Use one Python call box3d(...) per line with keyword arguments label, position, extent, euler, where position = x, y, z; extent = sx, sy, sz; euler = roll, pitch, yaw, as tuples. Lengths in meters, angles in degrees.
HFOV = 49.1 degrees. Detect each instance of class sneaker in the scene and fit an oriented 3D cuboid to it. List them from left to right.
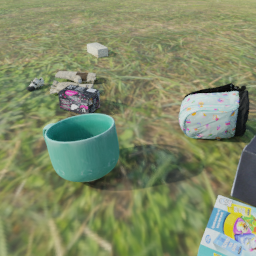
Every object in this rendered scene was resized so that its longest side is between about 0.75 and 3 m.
box3d(label="sneaker", position=(-3.961, -1.884, 11.846), extent=(0.345, 0.412, 0.932), euler=(18, 38, 25))

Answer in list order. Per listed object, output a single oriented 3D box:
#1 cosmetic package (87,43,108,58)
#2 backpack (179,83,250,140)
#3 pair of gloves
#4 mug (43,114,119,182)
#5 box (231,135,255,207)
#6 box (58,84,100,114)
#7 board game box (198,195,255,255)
box3d(label="cosmetic package", position=(-1.728, -4.410, 15.828), extent=(0.693, 0.469, 1.318), euler=(-18, 36, -27))
box3d(label="backpack", position=(2.545, -0.413, 8.475), extent=(1.976, 1.649, 1.251), euler=(1, 36, 13))
box3d(label="pair of gloves", position=(-2.292, -1.936, 11.970), extent=(1.781, 0.367, 2.094), euler=(1, 32, -1))
box3d(label="mug", position=(-1.138, 0.486, 7.111), extent=(1.705, 1.283, 2.075), euler=(-16, 24, -17))
box3d(label="box", position=(4.050, 0.924, 6.338), extent=(2.438, 1.432, 2.398), euler=(23, 39, 32))
box3d(label="box", position=(-1.755, -1.024, 10.153), extent=(1.270, 0.729, 0.839), euler=(14, 33, 19))
box3d(label="board game box", position=(2.441, 2.167, 5.304), extent=(1.845, 0.433, 1.393), euler=(16, 35, 24))
